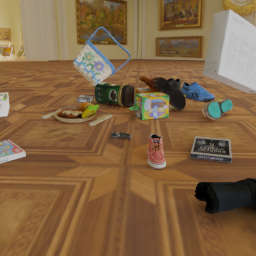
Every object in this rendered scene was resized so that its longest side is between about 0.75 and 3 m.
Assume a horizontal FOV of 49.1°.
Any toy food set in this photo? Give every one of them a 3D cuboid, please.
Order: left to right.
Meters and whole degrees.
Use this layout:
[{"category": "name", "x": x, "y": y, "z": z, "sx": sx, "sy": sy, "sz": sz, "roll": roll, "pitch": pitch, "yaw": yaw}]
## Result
[{"category": "toy food set", "x": -2.413, "y": -0.774, "z": 12.956, "sx": 2.934, "sy": 0.589, "sz": 2.026, "roll": 8, "pitch": 20, "yaw": 23}]

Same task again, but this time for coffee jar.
[{"category": "coffee jar", "x": -0.703, "y": -1.871, "z": 15.406, "sx": 2.267, "sy": 1.182, "sz": 0.967, "roll": 12, "pitch": 19, "yaw": 31}]

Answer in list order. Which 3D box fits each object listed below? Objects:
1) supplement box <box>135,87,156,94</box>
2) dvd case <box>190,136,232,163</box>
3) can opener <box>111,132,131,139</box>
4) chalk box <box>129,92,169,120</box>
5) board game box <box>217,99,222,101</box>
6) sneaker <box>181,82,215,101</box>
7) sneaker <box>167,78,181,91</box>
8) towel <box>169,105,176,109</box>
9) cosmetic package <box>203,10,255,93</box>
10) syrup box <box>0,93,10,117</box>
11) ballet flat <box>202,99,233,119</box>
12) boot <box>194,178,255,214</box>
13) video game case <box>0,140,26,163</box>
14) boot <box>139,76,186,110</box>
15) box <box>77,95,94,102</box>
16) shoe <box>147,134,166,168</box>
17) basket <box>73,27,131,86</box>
[{"category": "supplement box", "x": 1.039, "y": -1.551, "z": 14.961, "sx": 0.874, "sy": 0.846, "sz": 2.542, "roll": -6, "pitch": 18, "yaw": -8}, {"category": "dvd case", "x": 2.737, "y": 0.662, "z": 9.190, "sx": 1.226, "sy": 0.202, "sz": 1.631, "roll": 5, "pitch": 18, "yaw": 17}, {"category": "can opener", "x": -0.257, "y": 0.294, "z": 10.414, "sx": 0.775, "sy": 0.204, "sz": 0.257, "roll": 6, "pitch": 54, "yaw": 21}, {"category": "chalk box", "x": 0.912, "y": -1.031, "z": 12.983, "sx": 1.721, "sy": 1.065, "sz": 1.070, "roll": -5, "pitch": 18, "yaw": -17}, {"category": "board game box", "x": 5.272, "y": -1.420, "z": 15.566, "sx": 0.442, "sy": 0.207, "sz": 0.871, "roll": 2, "pitch": 18, "yaw": 6}, {"category": "sneaker", "x": 4.166, "y": -2.227, "z": 16.872, "sx": 0.820, "sy": 0.976, "sz": 2.488, "roll": -9, "pitch": 21, "yaw": -32}, {"category": "sneaker", "x": 2.708, "y": -2.864, "z": 18.800, "sx": 2.139, "sy": 0.971, "sz": 0.812, "roll": -14, "pitch": 25, "yaw": -35}, {"category": "towel", "x": 2.542, "y": -1.158, "z": 14.940, "sx": 0.899, "sy": 0.102, "sz": 0.645, "roll": -16, "pitch": 25, "yaw": -41}, {"category": "cosmetic package", "x": 3.573, "y": -2.306, "z": 8.938, "sx": 2.537, "sy": 1.912, "sz": 0.655, "roll": 12, "pitch": 1, "yaw": -36}, {"category": "syrup box", "x": -6.363, "y": -1.176, "z": 13.834, "sx": 0.799, "sy": 0.827, "sz": 2.030, "roll": -5, "pitch": 20, "yaw": -18}, {"category": "ballet flat", "x": 4.026, "y": -0.842, "z": 13.139, "sx": 0.849, "sy": 0.860, "sz": 2.526, "roll": -12, "pitch": 0, "yaw": 45}, {"category": "boot", "x": 2.402, "y": 1.535, "z": 5.627, "sx": 1.558, "sy": 0.708, "sz": 1.855, "roll": -2, "pitch": 11, "yaw": -18}, {"category": "video game case", "x": -4.440, "y": 0.854, "z": 8.631, "sx": 2.053, "sy": 0.179, "sz": 1.468, "roll": -15, "pitch": 23, "yaw": -39}, {"category": "boot", "x": 1.769, "y": -1.857, "z": 14.815, "sx": 2.240, "sy": 0.815, "sz": 2.380, "roll": 34, "pitch": -2, "yaw": -22}, {"category": "box", "x": -2.485, "y": -1.738, "z": 16.489, "sx": 0.784, "sy": 0.239, "sz": 0.990, "roll": 2, "pitch": 18, "yaw": 7}, {"category": "shoe", "x": 0.834, "y": 0.657, "z": 8.475, "sx": 0.507, "sy": 0.646, "sz": 1.419, "roll": -1, "pitch": 18, "yaw": -2}, {"category": "basket", "x": -0.987, "y": -2.560, "z": 10.308, "sx": 1.817, "sy": 1.602, "sz": 1.264, "roll": -50, "pitch": 8, "yaw": -12}]
